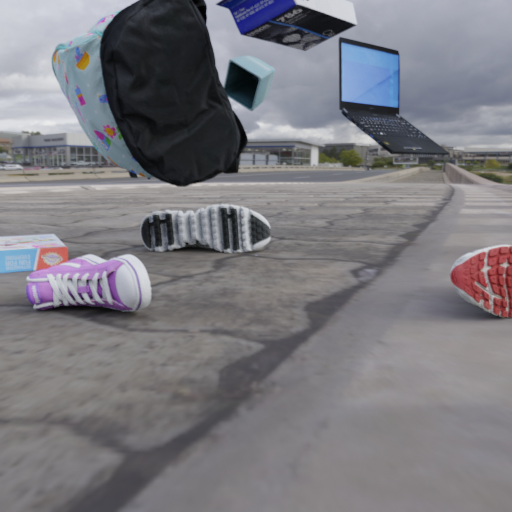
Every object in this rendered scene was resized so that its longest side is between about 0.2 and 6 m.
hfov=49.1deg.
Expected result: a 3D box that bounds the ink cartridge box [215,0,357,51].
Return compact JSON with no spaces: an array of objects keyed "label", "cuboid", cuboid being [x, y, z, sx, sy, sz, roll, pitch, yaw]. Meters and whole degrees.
[{"label":"ink cartridge box","cuboid":[0.494,-3.477,8.111,1.044,0.412,2.099,-11,0,41]}]

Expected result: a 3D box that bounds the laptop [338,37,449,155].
[{"label":"laptop","cuboid":[2.993,-3.375,12.046,2.238,1.304,2.526,-9,47,-41]}]

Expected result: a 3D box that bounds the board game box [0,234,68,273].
[{"label":"board game box","cuboid":[-4.257,-0.063,10.075,1.453,0.383,1.899,-4,10,-25]}]

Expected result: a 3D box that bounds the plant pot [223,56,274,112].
[{"label":"plant pot","cuboid":[-0.083,-4.200,13.359,0.939,0.937,0.957,36,48,15]}]

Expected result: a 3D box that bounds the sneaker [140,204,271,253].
[{"label":"sneaker","cuboid":[-0.990,-0.550,11.593,2.639,0.991,1.069,2,1,7]}]

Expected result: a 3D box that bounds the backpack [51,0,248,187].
[{"label":"backpack","cuboid":[-1.983,-2.881,9.566,2.363,3.116,3.734,-21,28,-20]}]

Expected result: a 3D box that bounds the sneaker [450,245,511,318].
[{"label":"sneaker","cuboid":[3.024,0.301,7.033,2.175,0.847,0.894,4,0,-42]}]

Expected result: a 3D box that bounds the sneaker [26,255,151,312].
[{"label":"sneaker","cuboid":[-2.089,0.425,6.695,1.079,0.686,1.892,-17,11,-41]}]
